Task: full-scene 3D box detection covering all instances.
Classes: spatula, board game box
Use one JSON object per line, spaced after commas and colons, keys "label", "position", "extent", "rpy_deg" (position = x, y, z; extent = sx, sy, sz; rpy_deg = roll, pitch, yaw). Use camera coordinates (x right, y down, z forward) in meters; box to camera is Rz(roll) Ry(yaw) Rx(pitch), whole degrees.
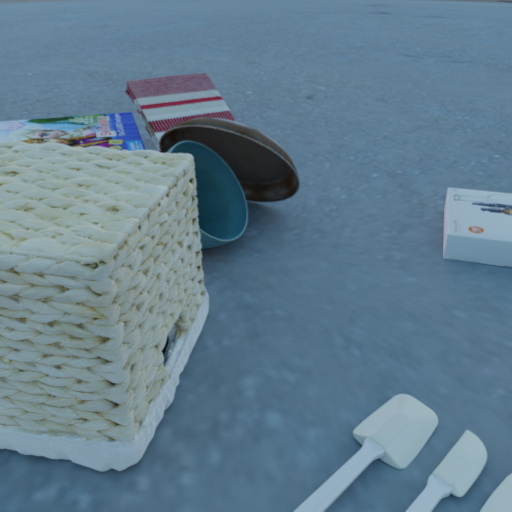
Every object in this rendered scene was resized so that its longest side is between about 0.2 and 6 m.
{"label": "spatula", "position": [1.181, 2.087, 4.414], "extent": [1.696, 0.196, 2.439], "rpy_deg": [31, 43, 34]}
{"label": "board game box", "position": [-3.834, -2.034, 11.089], "extent": [3.123, 0.644, 3.131], "rpy_deg": [-9, 31, -15]}

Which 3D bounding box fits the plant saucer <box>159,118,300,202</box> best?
{"label": "plant saucer", "position": [-0.381, -1.524, 8.858], "extent": [2.301, 2.301, 0.369], "rpy_deg": [12, 72, 19]}

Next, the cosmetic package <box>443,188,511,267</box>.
{"label": "cosmetic package", "position": [3.585, -0.462, 8.553], "extent": [1.348, 0.462, 1.789], "rpy_deg": [6, 30, 16]}

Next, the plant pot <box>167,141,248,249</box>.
{"label": "plant pot", "position": [-1.042, -0.739, 8.227], "extent": [1.059, 1.573, 1.573], "rpy_deg": [-27, 14, 34]}

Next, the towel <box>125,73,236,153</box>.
{"label": "towel", "position": [-1.145, -2.364, 10.629], "extent": [1.865, 0.295, 2.590], "rpy_deg": [-18, 71, -33]}

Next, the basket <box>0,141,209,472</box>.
{"label": "basket", "position": [-2.019, 0.262, 5.617], "extent": [2.670, 2.147, 2.646], "rpy_deg": [7, 29, 8]}
